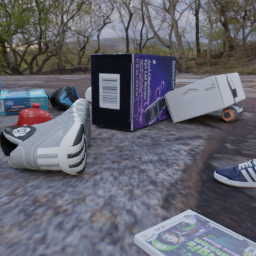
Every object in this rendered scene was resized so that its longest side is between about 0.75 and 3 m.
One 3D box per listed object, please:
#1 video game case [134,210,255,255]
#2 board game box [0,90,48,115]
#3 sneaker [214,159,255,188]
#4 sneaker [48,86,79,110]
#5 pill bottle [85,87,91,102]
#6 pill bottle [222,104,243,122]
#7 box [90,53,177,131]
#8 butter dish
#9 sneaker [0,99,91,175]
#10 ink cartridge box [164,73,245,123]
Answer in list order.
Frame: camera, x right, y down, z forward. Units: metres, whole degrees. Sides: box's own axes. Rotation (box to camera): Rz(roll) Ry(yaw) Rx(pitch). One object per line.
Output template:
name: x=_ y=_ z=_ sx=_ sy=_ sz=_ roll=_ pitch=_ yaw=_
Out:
video game case: x=0.730 y=1.229 z=2.926 sx=0.920 sy=0.118 sz=1.012 roll=-10 pitch=17 yaw=-37
board game box: x=-4.591 y=-1.130 z=11.813 sx=2.185 sy=0.679 sz=2.895 roll=-4 pitch=14 yaw=-18
sneaker: x=2.014 y=0.599 z=4.434 sx=1.217 sy=0.660 sz=0.426 roll=5 pitch=14 yaw=21
sneaker: x=-2.712 y=-1.115 z=11.617 sx=1.175 sy=1.050 sz=2.868 roll=-18 pitch=9 yaw=-3
pill bottle: x=-1.642 y=-1.724 z=14.151 sx=0.801 sy=0.801 sz=1.425 roll=3 pitch=13 yaw=12
pill bottle: x=3.501 y=-0.495 z=9.456 sx=0.527 sy=0.527 sz=0.992 roll=10 pitch=16 yaw=36
box: x=0.286 y=-1.294 z=9.169 sx=1.552 sy=2.202 sz=2.976 roll=9 pitch=16 yaw=32
butter dish: x=-2.568 y=-0.285 z=7.763 sx=1.093 sy=0.810 sz=1.096 roll=-1 pitch=12 yaw=-30
sneaker: x=-1.690 y=0.058 z=5.885 sx=1.724 sy=1.120 sz=2.986 roll=-3 pitch=14 yaw=-3
ink cartridge box: x=2.687 y=-1.058 z=9.545 sx=1.813 sy=1.046 sz=2.498 roll=-18 pitch=0 yaw=37
